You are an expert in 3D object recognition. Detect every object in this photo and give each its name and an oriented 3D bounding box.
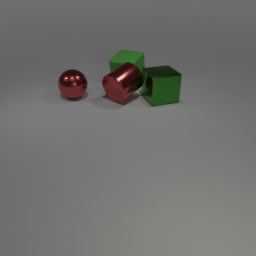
[{"bbox_3d":[-2.621,-2.085,13.326,1.400,1.400,1.400,0,30,0],"label":"ball"},{"bbox_3d":[-0.009,-3.194,14.987,1.400,1.400,1.400,15,46,25],"label":"cube"},{"bbox_3d":[1.539,-2.017,13.170,1.400,1.400,1.400,-9,32,-16],"label":"cube"},{"bbox_3d":[-0.236,-2.124,13.012,1.400,1.400,1.400,24,51,35],"label":"cylinder"}]
